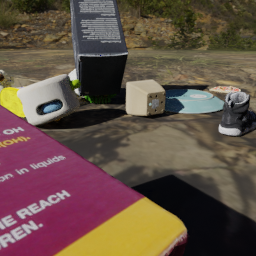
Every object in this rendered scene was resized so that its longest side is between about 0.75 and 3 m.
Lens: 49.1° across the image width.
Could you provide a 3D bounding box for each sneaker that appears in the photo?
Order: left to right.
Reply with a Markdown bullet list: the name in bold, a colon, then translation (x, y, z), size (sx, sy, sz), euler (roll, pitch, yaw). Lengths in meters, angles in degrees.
- **sneaker**: translation (3.086, -0.475, 7.552), size (0.695, 1.048, 1.842), euler (16, 24, 39)

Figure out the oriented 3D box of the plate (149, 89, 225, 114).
- **plate**: translation (2.131, -1.092, 10.444), size (2.971, 0.380, 2.971), euler (0, 18, 0)

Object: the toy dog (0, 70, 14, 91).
- **toy dog**: translation (-4.645, -1.622, 10.207), size (0.754, 1.080, 1.048), euler (30, 52, 29)

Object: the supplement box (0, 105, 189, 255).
- **supplement box**: translation (-1.289, 0.881, 1.832), size (2.803, 1.835, 1.447), euler (27, 32, 35)

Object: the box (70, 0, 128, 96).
- **box**: translation (-1.114, -2.934, 9.784), size (1.553, 2.977, 2.203), euler (-5, -25, -12)

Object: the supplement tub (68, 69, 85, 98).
- **supplement tub**: translation (-1.571, -1.949, 11.521), size (1.285, 1.285, 1.780), euler (7, 19, 20)

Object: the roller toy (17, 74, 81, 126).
- **roller toy**: translation (-2.216, -0.747, 7.929), size (1.686, 1.178, 1.538), euler (-9, 16, 37)

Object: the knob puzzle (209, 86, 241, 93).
- **knob puzzle**: translation (4.575, -1.825, 12.887), size (1.401, 0.194, 1.401), euler (0, 18, 0)

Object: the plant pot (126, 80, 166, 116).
- **plant pot**: translation (0.628, -0.887, 8.845), size (1.049, 1.048, 0.928), euler (-11, 24, -30)

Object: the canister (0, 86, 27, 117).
- **canister**: translation (-3.083, -1.030, 9.577), size (1.439, 0.839, 1.938), euler (12, 21, 31)

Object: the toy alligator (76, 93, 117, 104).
- **toy alligator**: translation (-1.222, -1.101, 10.432), size (1.635, 0.485, 0.444), euler (-3, 60, -10)
